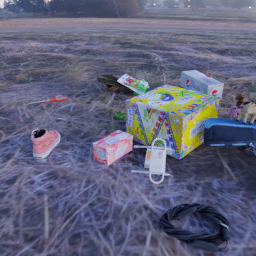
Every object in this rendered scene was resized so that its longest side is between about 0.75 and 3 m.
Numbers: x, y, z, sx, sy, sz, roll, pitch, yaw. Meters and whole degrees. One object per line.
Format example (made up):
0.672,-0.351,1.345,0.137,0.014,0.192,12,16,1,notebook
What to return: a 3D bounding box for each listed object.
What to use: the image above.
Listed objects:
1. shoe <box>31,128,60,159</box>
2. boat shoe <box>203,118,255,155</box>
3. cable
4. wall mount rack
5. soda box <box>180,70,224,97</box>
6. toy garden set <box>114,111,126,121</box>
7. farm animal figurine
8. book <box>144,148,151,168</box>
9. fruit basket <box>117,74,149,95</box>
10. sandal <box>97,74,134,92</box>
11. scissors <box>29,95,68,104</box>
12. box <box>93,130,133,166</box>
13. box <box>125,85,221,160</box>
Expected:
-2.889,0.308,9.912,0.627,0.798,1.754,3,26,6,shoe
3.971,0.295,9.693,2.992,1.027,1.259,8,16,-4,boat shoe
1.533,2.177,6.514,1.644,0.418,1.341,8,27,17,cable
0.700,0.977,8.440,1.163,1.338,0.499,6,-10,5,wall mount rack
3.946,-2.361,15.280,0.973,0.904,2.850,-8,27,-15,soda box
0.145,-0.604,12.435,0.993,0.238,1.192,-23,34,-39,toy garden set
4.514,-0.713,9.488,2.047,1.079,2.070,18,20,10,farm animal figurine
0.878,1.013,9.167,0.598,0.215,0.895,6,27,7,book
0.326,-2.432,15.197,1.543,0.723,1.429,35,32,2,fruit basket
-0.670,-2.417,15.845,2.347,0.641,0.959,16,34,1,sandal
-3.993,-1.379,14.142,1.948,0.136,0.712,-19,34,-37,scissors
-0.489,0.638,9.433,0.677,0.624,1.319,19,32,34,box
1.660,-0.404,10.485,2.477,1.569,2.572,22,34,38,box
